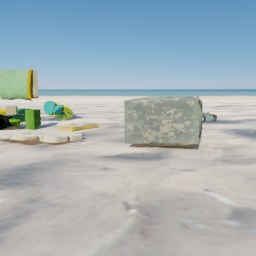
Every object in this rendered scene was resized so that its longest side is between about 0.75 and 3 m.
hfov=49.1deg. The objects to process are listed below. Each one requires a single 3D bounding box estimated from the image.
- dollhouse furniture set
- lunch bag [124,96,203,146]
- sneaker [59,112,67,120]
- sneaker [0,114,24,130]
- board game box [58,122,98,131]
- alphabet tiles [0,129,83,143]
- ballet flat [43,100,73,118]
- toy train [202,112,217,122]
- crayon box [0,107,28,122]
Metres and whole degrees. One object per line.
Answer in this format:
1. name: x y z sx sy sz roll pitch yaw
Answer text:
1. dollhouse furniture set: -4.318 -1.159 10.864 1.549 2.365 1.187 -1 7 -4
2. lunch bag: 1.092 -0.219 7.767 1.885 1.351 2.299 0 1 16
3. sneaker: -3.280 -0.617 14.195 0.372 0.420 1.005 -5 8 -25
4. sneaker: -5.071 -0.211 9.704 1.339 0.771 2.566 -1 2 33
5. board game box: -1.952 -0.053 10.787 0.756 0.237 1.583 4 11 35
6. alphabet tiles: -2.710 0.223 8.452 2.565 0.187 2.508 5 4 29
7. ballet flat: -3.978 -0.997 16.078 0.924 0.921 2.756 21 -5 -38
8. toy train: 3.765 -0.501 13.424 1.048 0.447 0.597 -4 18 -31
9. crayon box: -6.010 -0.593 13.124 2.183 0.636 1.883 3 8 25
